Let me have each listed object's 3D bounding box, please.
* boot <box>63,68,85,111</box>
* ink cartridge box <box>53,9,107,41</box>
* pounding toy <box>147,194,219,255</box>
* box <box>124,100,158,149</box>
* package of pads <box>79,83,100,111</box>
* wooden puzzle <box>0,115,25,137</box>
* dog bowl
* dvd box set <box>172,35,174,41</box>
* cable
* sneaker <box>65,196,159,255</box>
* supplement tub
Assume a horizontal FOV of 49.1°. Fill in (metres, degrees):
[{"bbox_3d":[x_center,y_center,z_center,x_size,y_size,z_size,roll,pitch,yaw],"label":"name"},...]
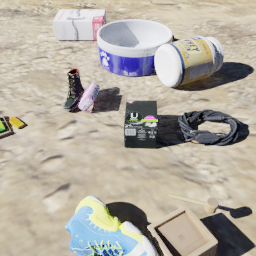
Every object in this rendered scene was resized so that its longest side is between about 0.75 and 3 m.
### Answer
[{"bbox_3d":[-1.622,-1.105,8.033,0.414,0.866,1.147,6,41,15],"label":"boot"},{"bbox_3d":[-1.990,-4.384,11.877,2.049,0.869,1.492,-1,40,2],"label":"ink cartridge box"},{"bbox_3d":[1.028,1.745,4.902,1.335,0.611,1.173,-23,42,-19],"label":"pounding toy"},{"bbox_3d":[0.322,-0.112,7.028,0.825,0.690,1.110,2,41,2],"label":"box"},{"bbox_3d":[-1.090,-0.892,7.930,0.308,0.491,0.815,37,36,-19],"label":"package of pads"},{"bbox_3d":[-3.580,-0.006,7.313,1.469,0.172,0.991,-29,48,-29],"label":"wooden puzzle"},{"bbox_3d":[0.240,-2.930,10.042,2.641,1.040,2.641,0,40,0],"label":"dog bowl"},{"bbox_3d":[1.001,-3.785,11.665,1.518,0.223,1.111,27,46,28],"label":"dvd box set"},{"bbox_3d":[2.107,-0.050,7.270,1.553,0.394,1.267,-5,36,-3],"label":"cable"},{"bbox_3d":[-0.373,1.946,4.733,1.812,0.686,0.952,25,55,40],"label":"sneaker"},{"bbox_3d":[1.940,-2.139,8.904,1.859,1.342,1.342,-19,44,-20],"label":"supplement tub"}]
